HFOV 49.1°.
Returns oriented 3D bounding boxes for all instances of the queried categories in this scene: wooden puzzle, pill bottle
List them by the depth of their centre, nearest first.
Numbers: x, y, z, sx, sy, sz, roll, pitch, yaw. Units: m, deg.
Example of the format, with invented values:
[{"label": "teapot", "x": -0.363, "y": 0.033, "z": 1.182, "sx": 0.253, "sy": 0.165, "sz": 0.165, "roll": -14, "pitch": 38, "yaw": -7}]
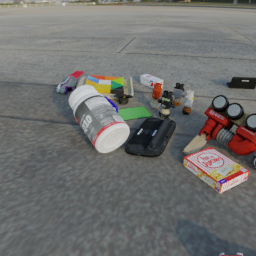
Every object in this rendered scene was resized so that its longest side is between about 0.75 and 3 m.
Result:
[{"label": "pill bottle", "x": -1.078, "y": -0.369, "z": 9.760, "sx": 1.307, "sy": 1.307, "sz": 2.295, "roll": -19, "pitch": 55, "yaw": -31}, {"label": "wooden puzzle", "x": -1.249, "y": -2.208, "z": 14.616, "sx": 2.985, "sy": 0.556, "sz": 2.762, "roll": -1, "pitch": 29, "yaw": -1}]

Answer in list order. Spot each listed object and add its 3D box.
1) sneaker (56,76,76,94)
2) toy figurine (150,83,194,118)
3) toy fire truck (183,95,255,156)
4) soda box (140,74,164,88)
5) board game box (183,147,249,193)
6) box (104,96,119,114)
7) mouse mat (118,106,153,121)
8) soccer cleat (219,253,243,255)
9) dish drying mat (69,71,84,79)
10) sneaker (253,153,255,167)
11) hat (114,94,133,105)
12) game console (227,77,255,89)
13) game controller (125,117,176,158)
[{"label": "sneaker", "x": -3.069, "y": -2.180, "z": 14.743, "sx": 0.697, "sy": 0.592, "sz": 1.592, "roll": 27, "pitch": 41, "yaw": 8}, {"label": "toy figurine", "x": 1.937, "y": -1.215, "z": 12.290, "sx": 1.681, "sy": 1.188, "sz": 1.708, "roll": -4, "pitch": 27, "yaw": -19}, {"label": "toy fire truck", "x": 3.177, "y": 0.293, "z": 9.437, "sx": 2.059, "sy": 2.339, "sz": 1.505, "roll": 40, "pitch": 7, "yaw": 37}, {"label": "soda box", "x": 1.288, "y": -2.525, "z": 15.268, "sx": 0.451, "sy": 0.483, "sz": 1.417, "roll": -20, "pitch": 34, "yaw": -32}, {"label": "board game box", "x": 2.647, "y": 1.229, "z": 8.535, "sx": 1.171, "sy": 0.358, "sz": 1.546, "roll": -17, "pitch": 33, "yaw": -28}, {"label": "box", "x": -1.300, "y": -0.650, "z": 11.551, "sx": 1.449, "sy": 0.760, "sz": 1.332, "roll": -14, "pitch": 32, "yaw": -23}, {"label": "mouse mat", "x": 0.252, "y": -0.655, "z": 12.317, "sx": 1.426, "sy": 0.054, "sz": 1.147, "roll": -9, "pitch": 30, "yaw": -14}, {"label": "soccer cleat", "x": 2.398, "y": 2.943, "z": 5.154, "sx": 1.886, "sy": 0.647, "sz": 0.803, "roll": 15, "pitch": 28, "yaw": 17}, {"label": "dish drying mat", "x": -3.131, "y": -3.183, "z": 16.860, "sx": 0.525, "sy": 0.124, "sz": 1.366, "roll": 7, "pitch": 29, "yaw": 11}, {"label": "sneaker", "x": 4.877, "y": 0.989, "z": 8.666, "sx": 1.903, "sy": 0.703, "sz": 0.754, "roll": 5, "pitch": 25, "yaw": 10}, {"label": "hat", "x": -0.225, "y": -1.322, "z": 13.162, "sx": 1.027, "sy": 0.414, "sz": 1.027, "roll": 5, "pitch": 18, "yaw": -2}, {"label": "game console", "x": 6.116, "y": -2.519, "z": 15.000, "sx": 1.348, "sy": 1.185, "sz": 0.784, "roll": 3, "pitch": 57, "yaw": 6}, {"label": "game controller", "x": 0.873, "y": 0.283, "z": 10.270, "sx": 1.349, "sy": 0.545, "sz": 2.586, "roll": -3, "pitch": 25, "yaw": 26}]
